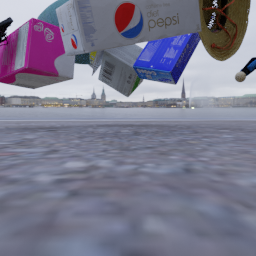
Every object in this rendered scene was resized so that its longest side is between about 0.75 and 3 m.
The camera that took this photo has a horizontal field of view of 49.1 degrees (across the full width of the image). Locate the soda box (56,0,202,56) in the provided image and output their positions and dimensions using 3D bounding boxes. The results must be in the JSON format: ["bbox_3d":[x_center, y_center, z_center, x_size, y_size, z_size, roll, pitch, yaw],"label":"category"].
[{"bbox_3d":[0.119,-2.093,5.473,2.771,0.882,0.944,-19,18,-29],"label":"soda box"}]

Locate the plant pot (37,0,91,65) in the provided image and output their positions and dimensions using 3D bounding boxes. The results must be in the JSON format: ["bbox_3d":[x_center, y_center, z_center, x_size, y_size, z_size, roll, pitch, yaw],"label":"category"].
[{"bbox_3d":[-2.060,-3.082,9.001,1.471,2.184,2.184,-7,3,-5],"label":"plant pot"}]

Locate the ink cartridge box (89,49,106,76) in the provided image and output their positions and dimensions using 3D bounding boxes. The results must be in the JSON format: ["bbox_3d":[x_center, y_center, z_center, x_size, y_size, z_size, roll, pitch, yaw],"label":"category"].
[{"bbox_3d":[-0.883,-3.553,11.429,0.536,2.254,2.281,34,-27,-6],"label":"ink cartridge box"}]

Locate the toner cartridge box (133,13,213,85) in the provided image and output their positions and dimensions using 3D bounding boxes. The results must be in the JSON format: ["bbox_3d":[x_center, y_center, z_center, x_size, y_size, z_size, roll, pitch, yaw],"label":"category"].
[{"bbox_3d":[1.405,-2.663,8.508,1.331,2.803,0.605,18,-21,36],"label":"toner cartridge box"}]

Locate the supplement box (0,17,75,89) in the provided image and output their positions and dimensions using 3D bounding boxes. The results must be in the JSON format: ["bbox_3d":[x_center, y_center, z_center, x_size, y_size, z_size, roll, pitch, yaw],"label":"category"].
[{"bbox_3d":[-2.546,-1.858,7.567,1.237,1.264,2.445,8,-4,-41],"label":"supplement box"}]

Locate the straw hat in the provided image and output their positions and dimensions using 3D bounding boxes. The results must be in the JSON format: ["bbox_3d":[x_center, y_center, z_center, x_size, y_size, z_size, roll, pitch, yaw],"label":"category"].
[{"bbox_3d":[2.017,-3.071,7.151,2.656,2.656,1.124,-2,15,-41],"label":"straw hat"}]

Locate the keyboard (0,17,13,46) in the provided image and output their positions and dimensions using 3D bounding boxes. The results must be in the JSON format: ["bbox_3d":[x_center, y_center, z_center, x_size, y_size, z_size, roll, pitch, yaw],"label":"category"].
[{"bbox_3d":[-3.433,-2.111,7.143,1.901,0.377,0.990,-26,27,34],"label":"keyboard"}]

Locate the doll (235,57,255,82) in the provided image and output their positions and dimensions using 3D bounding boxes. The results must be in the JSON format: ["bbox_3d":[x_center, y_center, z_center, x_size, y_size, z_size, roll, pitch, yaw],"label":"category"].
[{"bbox_3d":[3.990,-2.024,8.789,1.678,0.407,1.145,-38,-2,-9],"label":"doll"}]

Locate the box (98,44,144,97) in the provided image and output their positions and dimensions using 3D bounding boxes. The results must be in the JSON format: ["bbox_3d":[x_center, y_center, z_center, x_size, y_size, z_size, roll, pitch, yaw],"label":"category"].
[{"bbox_3d":[-0.124,-2.462,11.366,1.591,1.584,1.363,32,51,7],"label":"box"}]
